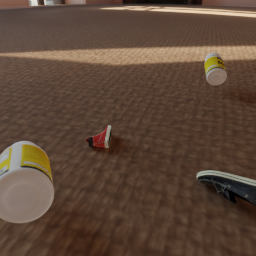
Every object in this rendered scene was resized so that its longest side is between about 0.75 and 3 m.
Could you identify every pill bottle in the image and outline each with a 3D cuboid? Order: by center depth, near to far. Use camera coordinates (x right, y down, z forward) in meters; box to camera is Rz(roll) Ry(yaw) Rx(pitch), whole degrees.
[{"bbox_3d":[-1.987,0.885,5.333,1.012,1.012,1.806,-9,20,-16],"label":"pill bottle"},{"bbox_3d":[3.582,-2.474,11.565,0.786,0.786,1.375,3,47,5],"label":"pill bottle"}]

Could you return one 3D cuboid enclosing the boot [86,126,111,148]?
[{"bbox_3d":[-0.838,0.222,8.141,0.682,0.342,0.946,1,32,7],"label":"boot"}]

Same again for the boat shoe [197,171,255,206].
[{"bbox_3d":[2.152,1.275,5.887,1.692,0.527,0.631,9,-17,47],"label":"boat shoe"}]
